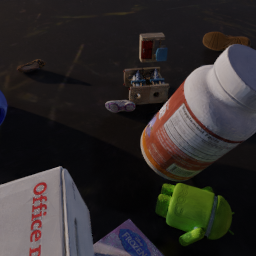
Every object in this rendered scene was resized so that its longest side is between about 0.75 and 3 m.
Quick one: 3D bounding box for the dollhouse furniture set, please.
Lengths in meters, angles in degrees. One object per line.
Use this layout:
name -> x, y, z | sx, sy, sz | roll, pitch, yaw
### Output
dollhouse furniture set -> 0.495, -1.657, 7.873 | 1.127, 1.608, 1.133 | -6, 40, -7

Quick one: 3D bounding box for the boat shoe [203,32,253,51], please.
boat shoe -> 3.780, -3.203, 10.649 | 1.883, 0.679, 0.678 | 21, 12, 38

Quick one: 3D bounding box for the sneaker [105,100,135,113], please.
sneaker -> -0.207, -0.612, 7.707 | 0.818, 0.306, 0.408 | 4, 23, 1

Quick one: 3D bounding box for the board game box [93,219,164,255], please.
board game box -> -0.105, 2.478, 3.793 | 1.890, 0.390, 1.895 | -28, 47, -30

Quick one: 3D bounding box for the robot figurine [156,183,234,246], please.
robot figurine -> 1.154, 1.415, 4.799 | 1.300, 0.752, 1.140 | 15, 33, 15

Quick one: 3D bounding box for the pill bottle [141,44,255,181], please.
pill bottle -> 1.390, -0.171, 5.081 | 1.453, 2.591, 1.453 | 15, 52, -19

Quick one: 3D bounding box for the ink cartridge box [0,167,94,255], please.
ink cartridge box -> -1.877, 1.962, 3.299 | 2.958, 1.252, 2.138 | -18, 41, 0

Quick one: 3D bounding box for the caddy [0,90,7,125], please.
caddy -> -3.902, -0.375, 6.471 | 2.041, 1.443, 1.071 | -28, 40, -30

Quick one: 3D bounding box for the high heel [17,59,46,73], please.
high heel -> -3.207, -2.021, 9.297 | 0.914, 0.326, 0.651 | -2, 30, 24
